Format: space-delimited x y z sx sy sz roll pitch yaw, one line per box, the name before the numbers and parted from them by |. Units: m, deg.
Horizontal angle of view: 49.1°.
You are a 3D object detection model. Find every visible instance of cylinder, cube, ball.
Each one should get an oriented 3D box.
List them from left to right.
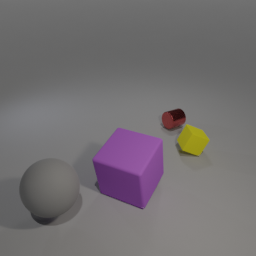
ball | -1.872 1.429 6.749 1.400 1.400 1.400 0 29 0
cube | 0.070 1.063 7.692 1.400 1.400 1.400 14 44 25
cylinder | 1.827 -0.378 11.192 0.700 0.700 0.700 -16 33 -30
cube | 2.217 0.412 9.582 0.700 0.700 0.700 19 24 -18
